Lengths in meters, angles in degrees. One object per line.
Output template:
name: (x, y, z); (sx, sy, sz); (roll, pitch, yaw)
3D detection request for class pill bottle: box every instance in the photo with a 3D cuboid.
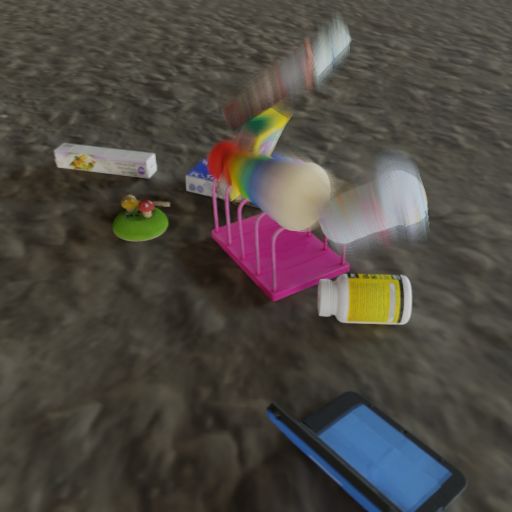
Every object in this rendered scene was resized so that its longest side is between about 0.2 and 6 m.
pill bottle: (1.536, 0.616, 8.070); (1.258, 0.708, 0.708); (2, 35, 2)

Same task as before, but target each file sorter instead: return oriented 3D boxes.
file sorter: (0.340, -0.565, 9.174); (1.464, 1.322, 2.107); (-20, 40, -23)

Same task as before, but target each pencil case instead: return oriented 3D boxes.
pencil case: (1.414, -0.567, 6.985); (0.696, 0.638, 1.535); (12, -12, -22)

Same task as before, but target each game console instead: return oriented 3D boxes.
game console: (1.186, 2.002, 5.915); (1.741, 1.486, 1.030); (33, 73, 38)

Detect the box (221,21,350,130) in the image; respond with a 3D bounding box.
box: (0.549, -3.536, 11.108); (2.424, 0.483, 1.659); (-21, 26, 46)

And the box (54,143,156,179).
box: (-3.261, -2.059, 12.089); (2.188, 0.423, 0.453); (8, 36, 11)

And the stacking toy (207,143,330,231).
stacking toy: (0.013, -1.188, 8.209); (0.954, 0.954, 2.234); (-23, 37, -29)

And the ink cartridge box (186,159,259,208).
ink cartridge box: (-0.453, -1.450, 11.232); (1.731, 0.383, 0.814); (15, 38, 16)

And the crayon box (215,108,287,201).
crayon box: (-0.098, -1.839, 10.149); (0.412, 1.412, 1.218); (33, 39, 7)

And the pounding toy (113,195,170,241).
pounding toy: (-2.121, -0.861, 10.251); (0.998, 0.600, 1.293); (0, 36, -1)
